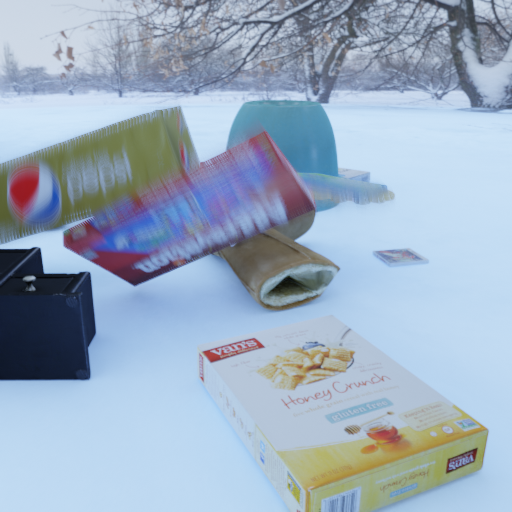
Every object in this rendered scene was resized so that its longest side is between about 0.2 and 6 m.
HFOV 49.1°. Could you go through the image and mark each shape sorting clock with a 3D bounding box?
[{"bbox_3d":[1.480,-1.234,10.467,2.174,0.427,2.174,8,12,-2],"label":"shape sorting clock"}]

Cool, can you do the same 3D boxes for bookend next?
[{"bbox_3d":[-3.469,0.607,8.193,2.671,1.230,2.654,0,20,0],"label":"bookend"}]

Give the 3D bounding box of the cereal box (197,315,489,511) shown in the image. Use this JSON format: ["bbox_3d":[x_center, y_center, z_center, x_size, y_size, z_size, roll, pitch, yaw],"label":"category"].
[{"bbox_3d":[0.755,1.611,6.328,2.076,0.570,2.885,-9,22,-24],"label":"cereal box"}]

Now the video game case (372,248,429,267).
[{"bbox_3d":[2.957,0.023,11.501,0.873,0.100,0.796,-5,20,-14],"label":"video game case"}]

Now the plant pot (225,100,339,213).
[{"bbox_3d":[0.688,-2.937,15.834,3.450,2.769,3.450,-1,20,0],"label":"plant pot"}]

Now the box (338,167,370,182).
[{"bbox_3d":[2.327,-2.611,18.391,2.315,0.421,1.671,14,24,37],"label":"box"}]

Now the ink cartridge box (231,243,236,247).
[{"bbox_3d":[-0.285,-0.833,10.089,0.461,1.093,0.791,34,21,-31],"label":"ink cartridge box"}]

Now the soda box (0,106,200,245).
[{"bbox_3d":[-3.059,-1.405,9.953,3.985,1.350,1.276,-15,14,13],"label":"soda box"}]

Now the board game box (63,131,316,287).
[{"bbox_3d":[-1.011,-0.570,8.807,3.564,0.347,1.835,-23,-31,17],"label":"board game box"}]

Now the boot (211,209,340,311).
[{"bbox_3d":[0.611,-0.141,10.714,2.819,1.065,3.219,-21,25,-19],"label":"boot"}]
